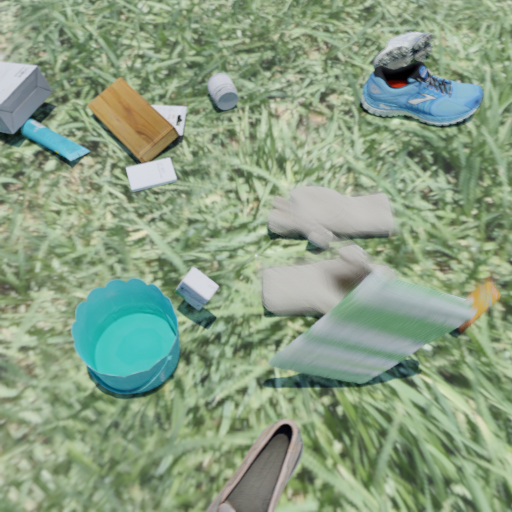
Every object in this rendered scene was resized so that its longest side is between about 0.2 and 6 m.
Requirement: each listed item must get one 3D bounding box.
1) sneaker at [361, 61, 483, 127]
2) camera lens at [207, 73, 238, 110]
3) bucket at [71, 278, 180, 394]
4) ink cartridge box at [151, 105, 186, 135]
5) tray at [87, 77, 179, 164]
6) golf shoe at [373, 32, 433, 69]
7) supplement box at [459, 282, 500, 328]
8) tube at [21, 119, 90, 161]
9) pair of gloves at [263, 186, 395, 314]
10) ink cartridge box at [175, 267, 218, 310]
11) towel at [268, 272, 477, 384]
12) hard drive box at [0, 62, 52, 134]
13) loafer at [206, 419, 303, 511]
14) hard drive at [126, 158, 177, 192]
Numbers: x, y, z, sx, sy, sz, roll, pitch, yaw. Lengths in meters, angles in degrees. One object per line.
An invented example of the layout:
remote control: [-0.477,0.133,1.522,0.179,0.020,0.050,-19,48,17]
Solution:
sneaker: [3.851,-3.795,12.856,2.739,1.232,1.074,4,58,3]
camera lens: [-0.798,-3.918,13.312,0.595,0.595,0.744,-18,59,-11]
bucket: [-2.156,1.431,9.608,1.837,1.195,1.837,0,58,0]
ink cartridge box: [-2.257,-3.060,12.972,1.205,0.344,0.980,4,57,-3]
tray: [-2.832,-3.105,12.773,1.051,0.395,2.132,-43,67,-5]
golf shoe: [3.521,-5.105,14.120,1.933,0.757,0.940,-29,45,-23]
supplement box: [3.948,0.873,10.096,1.022,0.351,0.340,-31,80,-33]
tube: [-4.562,-2.587,12.615,1.576,0.397,0.610,28,46,15]
pair of gloves: [1.426,-0.225,10.840,2.515,0.519,2.958,4,54,5]
ink cartridge box: [-1.043,0.579,9.713,0.569,0.779,0.328,37,64,-3]
towel: [1.688,1.198,8.480,1.995,2.615,0.306,16,49,-25]
hard drive box: [-5.981,-3.685,12.838,1.958,0.752,1.526,15,58,24]
loafer: [-0.159,3.711,8.338,1.035,0.905,2.880,24,61,14]
hard drive: [-2.292,-1.774,12.243,0.988,0.132,0.652,-15,59,-10]
